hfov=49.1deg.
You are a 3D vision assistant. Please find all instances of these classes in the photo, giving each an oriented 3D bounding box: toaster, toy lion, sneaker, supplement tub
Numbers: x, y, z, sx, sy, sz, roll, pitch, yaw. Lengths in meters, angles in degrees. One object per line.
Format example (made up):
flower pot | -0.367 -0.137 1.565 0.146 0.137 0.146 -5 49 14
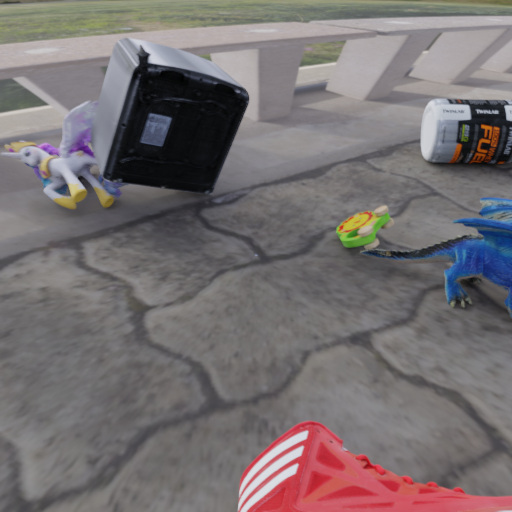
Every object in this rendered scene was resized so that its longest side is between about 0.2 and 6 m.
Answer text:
toaster | -1.775 -2.849 11.367 2.576 2.849 1.691 2 37 -36
toy lion | 1.903 -0.500 10.318 1.063 0.381 1.109 -11 26 44
sneaker | 1.290 2.194 5.303 3.085 1.208 1.782 -3 32 -7
supplement tub | 5.427 -3.029 13.661 2.510 1.538 1.538 1 31 3

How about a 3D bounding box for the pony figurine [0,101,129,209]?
pony figurine | -3.855 -2.019 11.994 2.370 1.974 2.288 36 44 20

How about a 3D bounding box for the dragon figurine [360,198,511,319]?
dragon figurine | 3.653 -0.174 8.434 4.011 1.994 1.180 24 38 34
